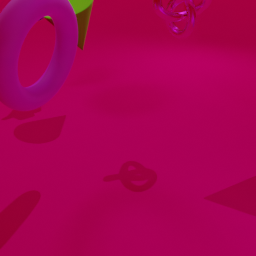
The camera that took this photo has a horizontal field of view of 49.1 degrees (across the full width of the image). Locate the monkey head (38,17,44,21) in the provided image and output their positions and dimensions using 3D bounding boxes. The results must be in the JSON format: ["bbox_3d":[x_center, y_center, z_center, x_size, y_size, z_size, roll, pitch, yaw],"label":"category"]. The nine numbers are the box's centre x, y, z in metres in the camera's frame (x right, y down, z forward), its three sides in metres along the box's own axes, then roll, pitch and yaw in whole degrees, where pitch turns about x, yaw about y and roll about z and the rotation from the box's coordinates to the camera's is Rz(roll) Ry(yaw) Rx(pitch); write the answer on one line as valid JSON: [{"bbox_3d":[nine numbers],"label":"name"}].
[{"bbox_3d":[-2.431,-3.718,8.244,1.108,1.541,0.928,-25,72,3],"label":"monkey head"}]

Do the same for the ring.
[{"bbox_3d":[-1.394,-1.165,4.379,0.385,1.927,1.927,24,36,12],"label":"ring"}]

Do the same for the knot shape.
[{"bbox_3d":[0.985,-2.421,5.542,1.064,1.137,0.526,30,44,-14],"label":"knot shape"}]

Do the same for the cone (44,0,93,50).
[{"bbox_3d":[-1.451,-2.722,7.670,1.407,1.413,1.407,-6,50,7],"label":"cone"}]
